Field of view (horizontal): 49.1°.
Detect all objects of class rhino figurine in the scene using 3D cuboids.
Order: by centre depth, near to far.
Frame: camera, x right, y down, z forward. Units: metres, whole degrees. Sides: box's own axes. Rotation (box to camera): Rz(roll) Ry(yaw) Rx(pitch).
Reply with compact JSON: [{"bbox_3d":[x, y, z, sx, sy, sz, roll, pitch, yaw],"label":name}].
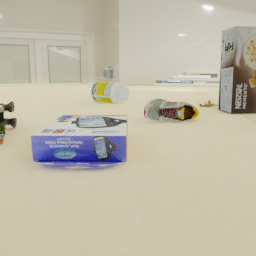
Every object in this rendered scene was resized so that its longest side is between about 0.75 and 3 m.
[{"bbox_3d":[-3.239,-0.197,5.925,1.196,0.818,2.736,1,5,-10],"label":"rhino figurine"}]

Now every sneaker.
[{"bbox_3d":[1.297,-0.522,8.283,1.752,0.682,0.720,-4,12,-18],"label":"sneaker"}]

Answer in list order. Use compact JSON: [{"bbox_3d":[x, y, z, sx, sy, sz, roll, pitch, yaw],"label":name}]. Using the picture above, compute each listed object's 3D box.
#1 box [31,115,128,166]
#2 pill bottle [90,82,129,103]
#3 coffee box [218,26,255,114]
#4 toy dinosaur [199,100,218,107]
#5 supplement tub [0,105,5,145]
[{"bbox_3d":[-0.754,0.143,5.273,1.511,0.526,2.538,0,9,0],"label":"box"},{"bbox_3d":[-0.879,-1.742,13.795,1.783,1.003,1.003,7,13,31],"label":"pill bottle"},{"bbox_3d":[4.350,-2.073,10.222,1.704,2.979,1.187,-1,11,-6],"label":"coffee box"},{"bbox_3d":[3.543,-0.979,12.012,0.917,0.277,0.487,-2,31,28],"label":"toy dinosaur"},{"bbox_3d":[-2.713,-0.056,5.580,0.475,0.776,0.475,0,10,0],"label":"supplement tub"}]
